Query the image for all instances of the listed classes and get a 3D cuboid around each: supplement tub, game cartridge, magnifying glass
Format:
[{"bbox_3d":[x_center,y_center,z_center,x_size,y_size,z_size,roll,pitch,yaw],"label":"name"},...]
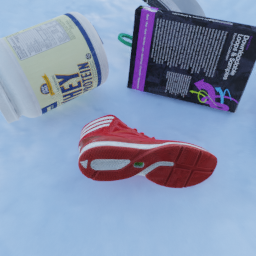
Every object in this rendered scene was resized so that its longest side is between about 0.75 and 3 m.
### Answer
[{"bbox_3d":[-2.055,-1.454,6.851,2.707,1.963,1.963,-30,61,-19],"label":"supplement tub"},{"bbox_3d":[-1.262,-3.056,8.600,0.230,0.778,1.201,-40,56,-8],"label":"game cartridge"},{"bbox_3d":[0.442,-2.433,8.383,1.606,0.180,0.639,27,34,-1],"label":"magnifying glass"}]

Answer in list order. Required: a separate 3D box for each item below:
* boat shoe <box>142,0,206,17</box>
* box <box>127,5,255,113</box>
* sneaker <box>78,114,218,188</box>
[{"bbox_3d":[1.198,-3.826,8.725,2.941,0.974,1.028,28,67,-24],"label":"boat shoe"},{"bbox_3d":[1.521,-1.659,6.938,2.957,2.114,0.534,16,39,10],"label":"box"},{"bbox_3d":[0.389,0.307,6.189,2.997,1.174,1.731,10,31,-19],"label":"sneaker"}]
